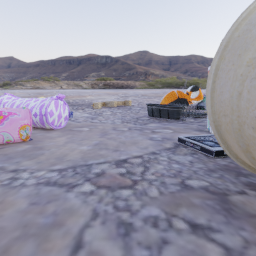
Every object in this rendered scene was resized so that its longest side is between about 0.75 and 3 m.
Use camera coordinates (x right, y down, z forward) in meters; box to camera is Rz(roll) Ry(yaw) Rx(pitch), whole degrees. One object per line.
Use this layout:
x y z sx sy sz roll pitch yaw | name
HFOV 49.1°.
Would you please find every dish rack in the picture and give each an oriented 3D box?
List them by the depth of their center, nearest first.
1.704 -0.585 9.477 1.890 0.516 1.450 -7 13 -39 | dish rack

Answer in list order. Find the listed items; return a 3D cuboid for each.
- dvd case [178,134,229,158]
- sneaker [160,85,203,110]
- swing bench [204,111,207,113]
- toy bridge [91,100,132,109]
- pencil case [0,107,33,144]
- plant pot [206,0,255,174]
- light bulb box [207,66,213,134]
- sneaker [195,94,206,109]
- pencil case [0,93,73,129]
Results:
1.616 0.304 5.164 0.931 0.153 1.239 -3 10 -18 | dvd case
2.172 -1.105 12.185 2.462 0.932 1.133 -17 -8 -38 | sneaker
3.269 -0.698 9.782 0.943 0.612 0.938 21 16 21 | swing bench
-0.862 -1.161 13.552 0.759 0.307 2.258 5 11 45 | toy bridge
-2.746 -0.023 5.330 1.786 0.781 0.781 -7 12 -38 | pencil case
2.081 -0.098 2.126 2.346 2.346 2.148 0 20 -3 | plant pot
2.782 -0.705 6.666 1.653 1.638 1.031 0 8 11 | light bulb box
3.340 -1.192 12.684 0.550 0.648 1.479 3 10 19 | sneaker
-2.591 -0.476 7.508 2.150 0.919 0.902 4 3 26 | pencil case
